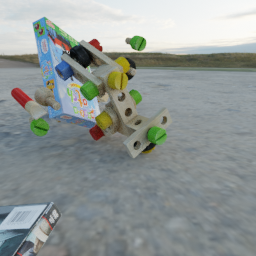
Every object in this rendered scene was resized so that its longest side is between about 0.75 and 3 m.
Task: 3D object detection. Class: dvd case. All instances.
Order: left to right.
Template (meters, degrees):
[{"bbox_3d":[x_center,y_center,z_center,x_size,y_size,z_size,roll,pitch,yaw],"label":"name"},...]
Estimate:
[{"bbox_3d":[-1.208,1.061,1.555,1.155,0.174,1.582,-11,28,25],"label":"dvd case"}]

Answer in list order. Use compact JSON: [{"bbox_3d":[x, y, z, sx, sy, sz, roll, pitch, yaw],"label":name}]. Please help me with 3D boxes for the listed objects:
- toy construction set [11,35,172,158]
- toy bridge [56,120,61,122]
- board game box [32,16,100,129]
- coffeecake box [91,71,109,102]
[{"bbox_3d":[-0.467,-0.402,5.306,2.787,2.324,2.141,-15,31,-33],"label":"toy construction set"},{"bbox_3d":[-1.600,-0.336,8.208,1.154,0.157,0.388,-5,34,-41],"label":"toy bridge"},{"bbox_3d":[-1.437,-1.248,6.914,0.432,2.363,1.787,-18,-13,19],"label":"board game box"},{"bbox_3d":[-1.686,-1.437,9.634,1.395,0.664,1.818,29,-18,-39],"label":"coffeecake box"}]
